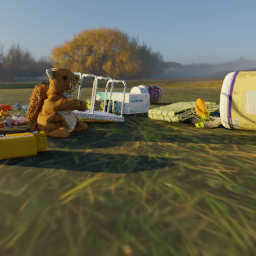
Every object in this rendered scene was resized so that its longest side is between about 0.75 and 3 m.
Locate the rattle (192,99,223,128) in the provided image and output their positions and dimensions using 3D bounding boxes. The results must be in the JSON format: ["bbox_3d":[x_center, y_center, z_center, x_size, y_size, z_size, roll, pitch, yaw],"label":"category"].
[{"bbox_3d":[3.252,-0.589,10.699,1.584,1.131,1.031,-7,2,-15],"label":"rattle"}]

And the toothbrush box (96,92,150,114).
[{"bbox_3d":[-0.292,-1.397,15.147,2.441,1.041,1.787,8,11,39],"label":"toothbrush box"}]

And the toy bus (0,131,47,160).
[{"bbox_3d":[-2.721,0.420,6.746,1.529,0.498,0.599,-6,12,-28],"label":"toy bus"}]

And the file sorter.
[{"bbox_3d":[-1.728,-1.361,11.820,2.862,1.782,1.986,5,7,-31],"label":"file sorter"}]

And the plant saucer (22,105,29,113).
[{"bbox_3d":[-3.297,-0.518,11.490,2.084,0.401,2.084,13,6,-1],"label":"plant saucer"}]

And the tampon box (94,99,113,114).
[{"bbox_3d":[-1.227,-1.034,13.999,0.640,0.760,1.014,3,11,18],"label":"tampon box"}]

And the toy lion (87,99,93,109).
[{"bbox_3d":[-1.744,-1.366,16.875,1.525,0.523,1.461,-5,19,-27],"label":"toy lion"}]

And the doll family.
[{"bbox_3d":[-4.382,-0.289,10.450,1.097,0.796,1.767,-9,32,-45],"label":"doll family"}]

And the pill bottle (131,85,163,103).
[{"bbox_3d":[1.340,-2.416,20.091,2.261,1.291,1.291,-9,13,-43],"label":"pill bottle"}]

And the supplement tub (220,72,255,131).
[{"bbox_3d":[4.810,-0.884,9.515,2.854,2.075,2.075,6,12,32],"label":"supplement tub"}]

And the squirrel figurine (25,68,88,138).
[{"bbox_3d":[-2.553,-0.935,9.540,2.310,2.156,1.635,4,11,23],"label":"squirrel figurine"}]

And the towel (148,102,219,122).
[{"bbox_3d":[2.233,-0.702,11.977,2.110,0.519,2.844,-13,10,-20],"label":"towel"}]
